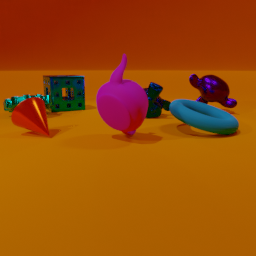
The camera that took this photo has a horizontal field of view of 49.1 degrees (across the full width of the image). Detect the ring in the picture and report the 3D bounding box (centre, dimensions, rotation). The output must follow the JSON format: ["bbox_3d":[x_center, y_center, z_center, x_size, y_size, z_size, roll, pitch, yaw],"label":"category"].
[{"bbox_3d":[1.985,-0.327,7.378,1.841,0.368,1.841,14,19,-5],"label":"ring"}]

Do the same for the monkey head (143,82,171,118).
[{"bbox_3d":[0.717,-1.021,9.207,1.812,1.304,1.092,25,32,-3],"label":"monkey head"}]

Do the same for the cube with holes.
[{"bbox_3d":[-2.491,-1.381,10.878,1.287,1.287,1.287,-6,14,-26],"label":"cube with holes"}]

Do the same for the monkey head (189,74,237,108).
[{"bbox_3d":[2.932,-1.220,10.130,1.894,1.363,1.141,33,19,3],"label":"monkey head"}]

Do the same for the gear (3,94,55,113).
[{"bbox_3d":[-3.327,-0.808,9.468,1.596,0.295,1.596,-8,-5,-1],"label":"gear"}]

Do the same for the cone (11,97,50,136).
[{"bbox_3d":[-2.154,-0.104,6.761,0.922,0.919,0.919,43,34,24],"label":"cone"}]

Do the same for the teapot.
[{"bbox_3d":[-0.077,-0.620,6.288,1.227,1.973,0.966,16,43,33],"label":"teapot"}]
